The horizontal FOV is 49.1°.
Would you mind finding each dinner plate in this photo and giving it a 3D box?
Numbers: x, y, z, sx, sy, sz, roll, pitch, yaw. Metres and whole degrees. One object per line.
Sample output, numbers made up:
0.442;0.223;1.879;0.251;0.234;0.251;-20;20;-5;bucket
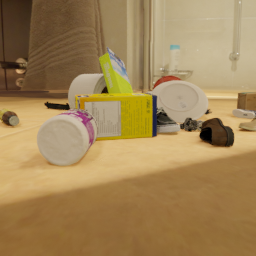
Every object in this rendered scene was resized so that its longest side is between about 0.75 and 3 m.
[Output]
2.456;-1.417;13.528;2.841;0.344;2.841;-1;53;1;dinner plate

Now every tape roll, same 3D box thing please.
-1.433;-1.389;12.935;1.531;2.230;2.230;8;13;36;tape roll

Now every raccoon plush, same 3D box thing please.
2.568;-0.147;11.009;0.743;0.537;1.110;6;8;-15;raccoon plush

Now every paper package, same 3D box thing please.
6.697;-1.329;15.286;1.337;1.274;0.692;-6;12;-21;paper package

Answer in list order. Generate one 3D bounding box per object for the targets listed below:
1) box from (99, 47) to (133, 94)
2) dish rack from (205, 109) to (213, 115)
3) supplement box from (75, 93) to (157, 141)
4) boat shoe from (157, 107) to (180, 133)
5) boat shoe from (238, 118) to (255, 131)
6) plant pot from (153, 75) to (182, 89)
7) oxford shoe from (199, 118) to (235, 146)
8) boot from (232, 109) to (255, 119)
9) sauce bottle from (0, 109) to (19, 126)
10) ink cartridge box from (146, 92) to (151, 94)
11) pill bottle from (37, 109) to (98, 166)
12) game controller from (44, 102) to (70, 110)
-0.434;-2.027;11.727;0.579;2.430;1.482;-27;-29;20;box
4.348;-0.971;16.086;0.862;0.307;1.124;7;12;31;dish rack
-0.457;-0.453;9.859;2.669;1.453;1.462;-3;10;-15;supplement box
1.114;-0.406;11.110;0.998;0.923;2.703;-4;11;-21;boat shoe
5.192;-0.228;11.029;1.857;0.603;0.670;-3;10;-14;boat shoe
2.206;-1.563;14.711;1.827;1.827;1.777;1;34;4;plant pot
2.664;0.073;9.066;0.837;0.720;1.982;-1;10;-1;oxford shoe
6.034;-0.743;14.382;0.552;0.444;1.222;-17;26;-37;boot
-5.178;-0.435;12.217;0.653;0.653;2.019;-7;15;-33;sauce bottle
2.629;-1.675;17.538;2.000;1.137;2.745;-5;11;-23;ink cartridge box
-1.446;0.125;7.382;1.209;1.209;2.154;1;10;3;pill bottle
-4.458;-1.498;18.539;2.260;0.476;1.179;8;13;34;game controller
